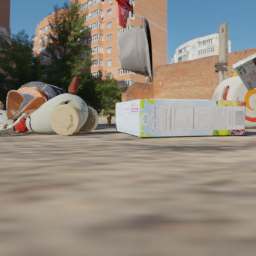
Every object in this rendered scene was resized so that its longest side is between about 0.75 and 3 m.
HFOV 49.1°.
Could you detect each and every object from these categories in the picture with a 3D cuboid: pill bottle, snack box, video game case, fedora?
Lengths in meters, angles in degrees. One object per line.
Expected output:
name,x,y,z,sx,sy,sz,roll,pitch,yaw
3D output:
pill bottle,-2.610,-0.658,8.681,1.422,1.422,2.677,0,3,3
snack box,1.063,-0.250,6.383,2.339,0.792,1.972,-2,4,-16
video game case,2.970,-1.320,6.276,0.920,0.118,1.012,-26,-41,29
fedora,0.294,-2.999,11.071,1.249,2.446,2.766,-4,46,9

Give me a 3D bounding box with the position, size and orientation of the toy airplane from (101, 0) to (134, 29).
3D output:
toy airplane,-0.322,-3.874,8.407,0.311,1.689,1.689,0,2,34

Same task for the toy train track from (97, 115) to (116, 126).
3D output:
toy train track,-1.131,-0.289,11.271,1.614,0.458,2.815,2,4,39

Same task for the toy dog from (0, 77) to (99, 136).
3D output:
toy dog,-1.997,-0.505,6.398,2.674,1.288,1.764,0,3,-10

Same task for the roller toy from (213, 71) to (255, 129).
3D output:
roller toy,3.872,-0.913,9.563,1.759,1.928,1.347,-35,11,-8
